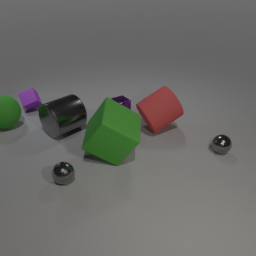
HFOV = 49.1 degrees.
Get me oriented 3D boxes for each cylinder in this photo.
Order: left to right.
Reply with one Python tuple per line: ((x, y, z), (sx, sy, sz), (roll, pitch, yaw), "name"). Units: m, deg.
((-2.593, -0.491, 11.177), (1.400, 1.400, 1.400), (27, 40, 37), "cylinder")
((1.260, -0.739, 11.180), (1.400, 1.400, 1.400), (-33, 36, -2), "cylinder")

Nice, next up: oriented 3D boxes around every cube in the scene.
((-4.488, -1.333, 12.875), (0.700, 0.700, 0.700), (-25, -9, -2), "cube")
((-0.532, 0.124, 9.395), (1.400, 1.400, 1.400), (28, 37, -19), "cube")
((-0.342, -0.985, 12.733), (0.700, 0.700, 0.700), (-20, 36, -30), "cube")

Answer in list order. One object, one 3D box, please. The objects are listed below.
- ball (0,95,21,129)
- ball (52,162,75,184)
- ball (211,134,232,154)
((-5.130, -0.668, 11.493), (1.400, 1.400, 1.400), (0, 30, 0), "ball")
((-2.009, 1.393, 8.690), (0.700, 0.700, 0.700), (0, 30, 0), "ball")
((3.365, 0.580, 10.064), (0.700, 0.700, 0.700), (0, 30, 0), "ball")
